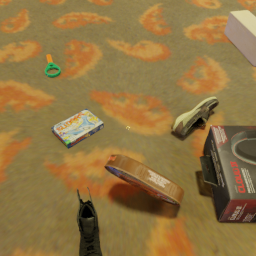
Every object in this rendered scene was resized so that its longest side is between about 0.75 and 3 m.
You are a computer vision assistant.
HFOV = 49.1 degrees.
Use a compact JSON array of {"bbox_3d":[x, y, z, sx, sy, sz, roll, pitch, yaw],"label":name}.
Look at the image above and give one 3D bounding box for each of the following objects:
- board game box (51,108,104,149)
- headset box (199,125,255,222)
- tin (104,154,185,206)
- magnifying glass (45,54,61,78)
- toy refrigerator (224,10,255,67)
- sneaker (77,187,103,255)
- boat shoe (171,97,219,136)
[{"bbox_3d":[-1.282,-0.012,7.167,1.110,0.191,0.751,-33,55,-28],"label":"board game box"},{"bbox_3d":[2.751,0.895,5.774,2.495,0.936,1.854,1,46,1],"label":"headset box"},{"bbox_3d":[0.333,0.985,5.301,1.663,0.931,0.348,32,75,-17],"label":"tin"},{"bbox_3d":[-2.516,-2.043,9.180,0.492,0.138,1.235,-14,50,-13],"label":"magnifying glass"},{"bbox_3d":[4.302,-3.159,9.716,0.810,0.879,2.315,-9,46,-8],"label":"toy refrigerator"},{"bbox_3d":[-0.724,1.825,5.036,0.416,0.723,1.386,-7,46,-6],"label":"sneaker"},{"bbox_3d":[1.817,-0.262,7.212,1.576,0.577,0.511,-33,62,-19],"label":"boat shoe"}]
